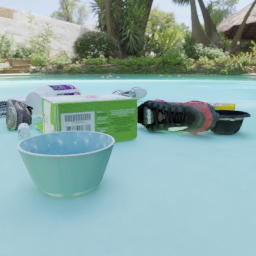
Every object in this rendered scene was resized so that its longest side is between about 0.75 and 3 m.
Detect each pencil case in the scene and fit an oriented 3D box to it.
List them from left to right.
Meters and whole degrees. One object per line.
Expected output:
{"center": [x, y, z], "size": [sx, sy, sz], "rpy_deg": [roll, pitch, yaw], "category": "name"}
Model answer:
{"center": [-2.941, 0.084, 7.900], "size": [0.318, 0.347, 0.766], "rpy_deg": [21, 5, -23], "category": "pencil case"}

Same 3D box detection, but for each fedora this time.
{"center": [2.880, -0.160, 8.277], "size": [1.390, 0.635, 1.390], "rpy_deg": [0, 12, 0], "category": "fedora"}

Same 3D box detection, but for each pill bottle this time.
{"center": [-2.897, -1.072, 11.076], "size": [1.257, 1.257, 2.235], "rpy_deg": [6, 12, 26], "category": "pill bottle"}

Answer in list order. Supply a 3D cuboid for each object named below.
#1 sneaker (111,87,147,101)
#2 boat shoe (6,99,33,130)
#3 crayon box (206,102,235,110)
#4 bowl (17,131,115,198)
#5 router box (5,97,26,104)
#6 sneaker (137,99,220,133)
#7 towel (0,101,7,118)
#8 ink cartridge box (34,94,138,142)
{"center": [0.221, -1.805, 15.695], "size": [2.204, 0.828, 1.267], "rpy_deg": [-10, 15, -19], "category": "sneaker"}
{"center": [-3.683, -0.435, 9.532], "size": [0.830, 0.844, 2.265], "rpy_deg": [5, 18, -25], "category": "boat shoe"}
{"center": [3.751, -0.768, 11.564], "size": [1.790, 0.462, 1.125], "rpy_deg": [6, 13, 22], "category": "crayon box"}
{"center": [-0.949, 0.575, 4.468], "size": [1.491, 0.780, 1.491], "rpy_deg": [0, 11, 0], "category": "bowl"}
{"center": [-4.376, -1.074, 12.814], "size": [2.178, 0.532, 1.955], "rpy_deg": [-3, 12, -14], "category": "router box"}
{"center": [1.226, -0.330, 8.253], "size": [1.361, 0.985, 2.786], "rpy_deg": [-10, 13, -41], "category": "sneaker"}
{"center": [-5.582, -0.746, 10.930], "size": [1.322, 0.683, 1.596], "rpy_deg": [8, 14, 36], "category": "towel"}
{"center": [-1.407, -0.423, 8.117], "size": [2.207, 1.131, 2.986], "rpy_deg": [-6, 16, -29], "category": "ink cartridge box"}
